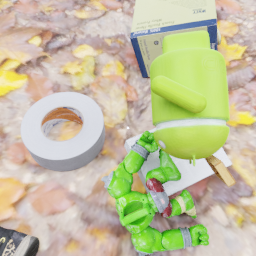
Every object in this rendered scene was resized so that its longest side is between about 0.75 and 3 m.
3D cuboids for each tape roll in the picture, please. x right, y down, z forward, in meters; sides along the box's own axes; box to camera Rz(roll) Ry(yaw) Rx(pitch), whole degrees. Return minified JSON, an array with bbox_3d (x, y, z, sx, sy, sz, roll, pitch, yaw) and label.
[{"bbox_3d":[-1.733,0.061,7.692,2.195,0.725,2.195,0,56,-1],"label":"tape roll"}]

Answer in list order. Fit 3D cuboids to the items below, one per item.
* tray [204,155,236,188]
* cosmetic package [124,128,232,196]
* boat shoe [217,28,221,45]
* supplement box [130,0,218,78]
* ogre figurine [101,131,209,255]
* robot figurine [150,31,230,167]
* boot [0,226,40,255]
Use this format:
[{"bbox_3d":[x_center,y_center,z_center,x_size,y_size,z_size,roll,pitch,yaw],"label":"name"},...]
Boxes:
[{"bbox_3d":[1.659,0.740,5.125,0.172,0.931,0.459,-35,90,6],"label":"tray"},{"bbox_3d":[1.250,0.686,7.181,2.205,0.570,1.662,-22,74,-14],"label":"cosmetic package"},{"bbox_3d":[2.839,-3.532,10.209,0.526,0.610,1.671,-19,56,-2],"label":"boat shoe"},{"bbox_3d":[1.541,-3.196,8.979,2.478,1.663,2.475,-4,55,16],"label":"supplement box"},{"bbox_3d":[0.508,1.584,6.229,1.633,1.337,2.724,-26,104,-10],"label":"ogre figurine"},{"bbox_3d":[1.097,-0.493,5.052,1.350,2.048,2.334,-3,83,11],"label":"robot figurine"},{"bbox_3d":[-3.237,2.987,5.608,1.881,0.914,2.498,22,55,13],"label":"boot"}]
